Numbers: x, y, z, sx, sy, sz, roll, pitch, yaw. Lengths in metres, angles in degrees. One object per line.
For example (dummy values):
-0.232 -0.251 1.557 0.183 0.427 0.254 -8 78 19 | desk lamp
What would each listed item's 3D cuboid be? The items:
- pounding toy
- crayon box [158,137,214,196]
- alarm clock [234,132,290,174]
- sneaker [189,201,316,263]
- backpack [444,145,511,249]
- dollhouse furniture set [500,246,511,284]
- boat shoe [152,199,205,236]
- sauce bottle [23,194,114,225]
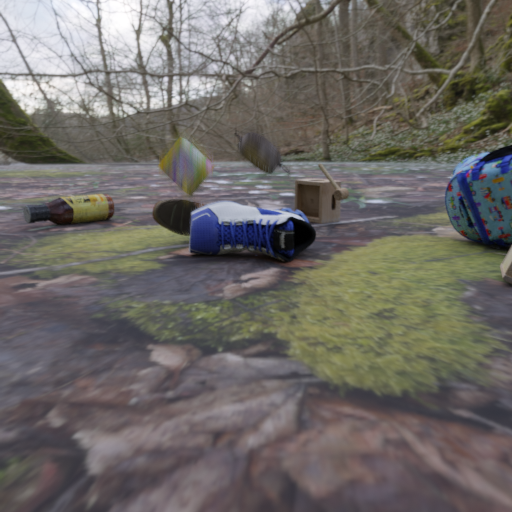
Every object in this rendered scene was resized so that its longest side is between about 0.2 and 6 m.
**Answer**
1.953 -1.721 15.280 0.835 1.604 1.826 -9 15 -36 | pounding toy
-1.496 -1.915 11.955 0.956 0.825 0.279 44 11 15 | crayon box
0.236 -2.564 14.280 1.690 0.563 1.140 38 -7 23 | alarm clock
0.040 -0.488 10.898 2.616 1.057 1.511 -2 10 -15 | sneaker
5.068 -1.207 12.063 1.557 2.113 2.314 -29 14 -34 | backpack
5.100 0.133 8.767 1.977 1.314 1.733 27 20 14 | dollhouse furniture set
-1.502 -0.843 12.542 2.128 0.766 0.724 9 4 -44 | boat shoe
-5.018 -1.232 15.120 2.334 0.770 0.770 -12 17 -43 | sauce bottle
